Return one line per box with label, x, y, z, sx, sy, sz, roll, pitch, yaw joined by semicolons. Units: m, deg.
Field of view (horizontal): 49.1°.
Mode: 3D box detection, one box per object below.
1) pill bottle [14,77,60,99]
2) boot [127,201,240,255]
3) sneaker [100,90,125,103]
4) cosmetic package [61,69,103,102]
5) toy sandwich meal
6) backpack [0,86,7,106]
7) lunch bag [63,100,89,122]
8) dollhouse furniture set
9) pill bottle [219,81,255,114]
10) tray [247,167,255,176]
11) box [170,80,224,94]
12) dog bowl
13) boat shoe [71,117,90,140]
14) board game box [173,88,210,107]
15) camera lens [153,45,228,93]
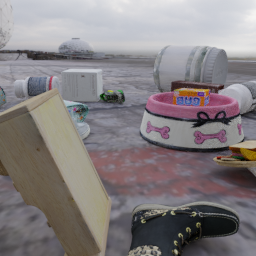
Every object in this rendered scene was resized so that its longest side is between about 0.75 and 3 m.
pill bottle;-4.014;-1.740;12.433;1.804;1.079;1.079;0;17;0
boot;0.642;1.334;3.255;1.373;0.496;1.037;-2;18;12
sneaker;-0.672;-1.315;12.153;0.624;0.571;1.464;-23;18;-37
cosmetic package;-2.046;-1.969;12.770;1.591;1.331;1.323;2;17;5
toy sandwich meal;2.220;0.477;5.330;1.200;0.411;1.200;-2;0;0
backpack;-5.428;-1.311;11.085;1.236;1.086;0.947;13;37;37
lunch bag;-2.074;-0.411;8.331;1.283;0.919;1.507;9;24;30
dollhouse furniture set;-1.877;0.957;3.507;2.812;1.868;2.465;-21;15;7
pill bottle;4.184;-1.102;10.270;1.940;1.105;1.105;-14;22;-40
tray;3.058;0.711;4.618;1.575;0.325;2.933;-28;12;8
box;2.709;-1.297;11.134;1.998;1.000;0.749;13;21;35
dog bowl;1.752;-0.328;7.788;2.864;1.056;2.864;-1;17;0
boat shoe;-1.554;0.031;7.290;0.629;0.643;1.804;7;18;22
board game box;1.719;-0.631;7.597;0.811;0.811;0.811;7;14;25
camera lens;2.876;-2.662;13.213;2.988;2.390;2.390;12;20;34
